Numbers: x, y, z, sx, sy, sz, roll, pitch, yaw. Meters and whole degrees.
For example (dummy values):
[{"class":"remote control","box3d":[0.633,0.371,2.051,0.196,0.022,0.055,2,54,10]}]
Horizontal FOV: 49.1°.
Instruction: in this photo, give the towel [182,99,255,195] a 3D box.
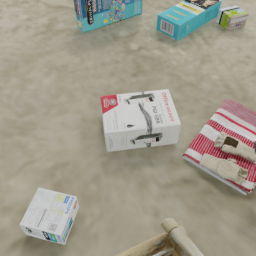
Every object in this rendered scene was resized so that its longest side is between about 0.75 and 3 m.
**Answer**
[{"class":"towel","box3d":[2.794,0.328,7.218,1.801,0.284,2.500,30,57,24]}]

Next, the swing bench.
[{"class":"swing bench","box3d":[0.744,2.803,3.887,2.444,1.586,2.431,-16,49,-39]}]

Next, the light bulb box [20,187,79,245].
[{"class":"light bulb box","box3d":[-1.581,1.811,5.789,0.876,0.547,0.868,12,50,9]}]

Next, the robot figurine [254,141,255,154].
[{"class":"robot figurine","box3d":[3.876,0.632,5.592,2.819,0.821,2.044,43,79,-9]}]

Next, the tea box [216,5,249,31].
[{"class":"tea box","box3d":[4.046,-4.283,10.899,0.823,0.550,0.810,-19,54,-15]}]

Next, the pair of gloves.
[{"class":"pair of gloves","box3d":[2.449,0.693,6.721,1.085,0.224,1.276,30,55,24]}]

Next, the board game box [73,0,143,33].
[{"class":"board game box","box3d":[-0.709,-5.026,10.541,2.717,2.051,0.638,-26,55,-20]}]

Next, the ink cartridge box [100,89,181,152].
[{"class":"ink cartridge box","box3d":[0.290,-0.230,7.339,1.887,0.782,1.385,-7,50,-5]}]

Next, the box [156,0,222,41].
[{"class":"box","box3d":[2.405,-4.410,10.936,1.106,0.660,2.687,37,59,27]}]
